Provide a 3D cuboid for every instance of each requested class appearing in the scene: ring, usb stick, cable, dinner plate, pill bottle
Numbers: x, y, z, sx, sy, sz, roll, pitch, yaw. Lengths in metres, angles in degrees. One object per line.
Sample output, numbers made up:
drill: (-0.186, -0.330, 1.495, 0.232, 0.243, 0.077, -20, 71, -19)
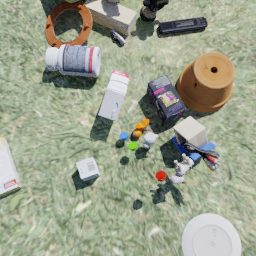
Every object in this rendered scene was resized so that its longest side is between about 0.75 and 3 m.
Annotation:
ring: (-2.756, -4.689, 12.747, 2.390, 0.229, 2.390, -1, 86, 18)
usb stick: (2.564, -4.808, 13.141, 2.303, 0.376, 0.639, -9, 70, -3)
cable: (2.462, 0.888, 9.356, 1.540, 0.748, 0.388, 32, 56, 31)
dinner plate: (3.095, 4.304, 10.325, 2.218, 0.269, 2.218, 0, 71, -1)
pill bottle: (-2.338, -2.897, 12.051, 2.171, 1.298, 1.298, 5, 72, 2)

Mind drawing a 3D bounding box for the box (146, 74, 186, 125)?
box: (1.550, -1.157, 11.625, 0.904, 1.042, 1.704, -23, 74, -7)

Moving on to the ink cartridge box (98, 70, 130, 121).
ink cartridge box: (-0.531, -1.317, 11.081, 0.750, 1.288, 1.779, 18, 33, -6)

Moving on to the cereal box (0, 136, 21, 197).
cereal box: (-5.336, 1.641, 11.052, 1.604, 0.441, 2.229, -22, 74, -7)

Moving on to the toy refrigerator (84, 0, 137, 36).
toy refrigerator: (-0.843, -5.260, 13.073, 2.355, 0.824, 0.894, 26, 67, 7)

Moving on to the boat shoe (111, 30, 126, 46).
boat shoe: (-0.523, -4.150, 12.986, 0.912, 0.319, 0.302, 45, 76, 5)

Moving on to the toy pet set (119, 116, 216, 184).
toy pet set: (1.673, 0.846, 10.947, 2.796, 1.590, 2.995, -32, 42, -10)

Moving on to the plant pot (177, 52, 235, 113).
plant pot: (3.345, -2.005, 11.590, 2.349, 1.644, 2.349, 0, 73, -1)

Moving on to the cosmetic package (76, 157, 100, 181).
cosmetic package: (-1.536, 1.609, 10.865, 0.677, 0.821, 0.676, -19, 73, -6)

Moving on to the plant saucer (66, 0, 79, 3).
plant saucer: (-2.272, -6.874, 13.165, 2.882, 0.690, 2.878, -28, 53, -15)

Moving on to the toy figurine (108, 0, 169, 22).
toy figurine: (0.620, -6.686, 12.653, 2.966, 2.064, 2.920, 21, 66, -14)
